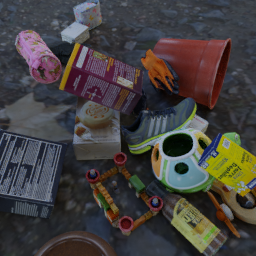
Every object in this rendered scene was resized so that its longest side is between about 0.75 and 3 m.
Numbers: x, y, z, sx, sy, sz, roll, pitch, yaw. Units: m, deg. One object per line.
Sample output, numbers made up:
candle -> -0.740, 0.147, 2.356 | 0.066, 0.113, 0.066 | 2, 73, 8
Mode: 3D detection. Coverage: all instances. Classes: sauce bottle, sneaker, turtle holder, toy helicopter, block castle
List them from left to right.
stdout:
sneaker -> -2.963, -3.232, 12.551 | 2.581, 0.775, 1.346 | -36, 56, -27
block castle -> -0.169, 1.938, 8.502 | 1.500, 1.053, 2.245 | -29, 59, -20
sneaker -> 1.011, -0.219, 9.393 | 2.788, 1.128, 1.030 | -34, 26, 5
sauce bottle -> 1.594, 2.558, 8.179 | 0.837, 0.837, 2.586 | -38, 63, -25
turtle holder -> 1.914, 0.939, 8.404 | 2.530, 1.797, 1.923 | 9, 63, 28
toy helicopter -> 2.963, 1.976, 8.680 | 2.926, 1.154, 1.935 | 25, 66, 30

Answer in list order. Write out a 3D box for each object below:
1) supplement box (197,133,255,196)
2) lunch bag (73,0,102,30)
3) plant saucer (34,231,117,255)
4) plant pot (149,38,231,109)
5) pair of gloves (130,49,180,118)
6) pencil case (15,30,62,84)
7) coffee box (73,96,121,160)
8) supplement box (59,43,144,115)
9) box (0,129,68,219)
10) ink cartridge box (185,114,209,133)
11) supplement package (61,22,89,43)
supplement box -> 2.193, 0.771, 5.961 | 1.156, 0.629, 0.633 | 35, 40, 8
lunch bag -> -1.972, -5.714, 14.193 | 1.355, 1.149, 0.862 | -34, 57, -20
plant saucer -> -1.473, 4.008, 7.337 | 2.690, 0.463, 2.690 | 0, 54, 1
plant pot -> 2.349, -2.332, 10.935 | 2.571, 2.644, 2.644 | 17, 55, 22
pair of gloves -> 0.755, -1.501, 10.560 | 0.300, 2.429, 2.164 | 3, 46, -51
pencil case -> -2.119, -1.689, 6.560 | 0.743, 0.711, 1.718 | -13, 42, -28
coffee box -> -1.072, -0.305, 10.153 | 1.574, 1.097, 2.752 | -2, 53, -2
supplement box -> -0.791, -1.542, 8.939 | 2.390, 1.024, 1.319 | 20, 43, -14
box -> -3.118, 1.396, 8.457 | 2.082, 1.294, 2.099 | 15, 52, -13
ink cartridge box -> 2.073, 0.128, 10.140 | 1.018, 0.588, 1.395 | 36, 62, 25
supplement package -> -2.552, -4.530, 13.633 | 0.846, 0.602, 1.086 | 27, 56, 18
